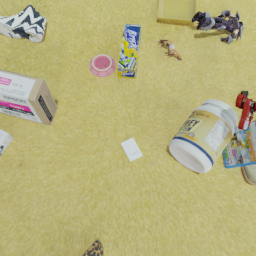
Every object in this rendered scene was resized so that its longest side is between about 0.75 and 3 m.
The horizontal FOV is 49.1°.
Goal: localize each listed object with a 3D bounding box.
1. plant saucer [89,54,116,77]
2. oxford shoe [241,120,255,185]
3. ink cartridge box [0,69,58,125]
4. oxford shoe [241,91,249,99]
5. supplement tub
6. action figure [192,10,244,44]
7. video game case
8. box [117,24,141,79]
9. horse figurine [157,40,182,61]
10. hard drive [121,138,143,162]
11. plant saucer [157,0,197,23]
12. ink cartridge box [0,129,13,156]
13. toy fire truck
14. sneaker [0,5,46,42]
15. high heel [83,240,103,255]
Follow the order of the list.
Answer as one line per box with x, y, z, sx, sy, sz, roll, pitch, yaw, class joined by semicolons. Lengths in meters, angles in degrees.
-1.157;-2.865;12.608;1.194;0.303;1.194;0;67;-1;plant saucer
4.962;0.765;10.681;0.978;1.020;2.764;11;68;5;oxford shoe
-4.323;-1.216;10.900;2.623;2.161;0.985;14;68;6;ink cartridge box
4.908;-1.192;11.918;0.383;0.329;0.906;6;59;11;oxford shoe
2.854;0.273;10.488;1.743;1.743;2.414;35;72;14;supplement tub
4.370;-4.852;13.087;2.581;0.896;1.680;3;64;-18;action figure
4.617;0.565;10.448;2.213;0.197;1.584;-19;61;38;video game case
0.076;-3.468;12.595;0.856;0.786;2.445;6;68;3;box
1.868;-3.655;12.894;0.918;0.346;1.385;-10;62;-16;horse figurine
0.146;0.858;11.140;0.555;0.112;0.842;-25;70;-10;hard drive
2.406;-5.911;13.811;1.869;0.453;1.870;6;67;3;plant saucer
-5.419;0.665;10.956;1.028;0.592;1.409;26;70;10;ink cartridge box
3.712;-0.444;8.713;0.712;1.269;1.066;17;97;29;toy fire truck
-5.024;-5.110;13.189;2.467;0.985;1.606;12;66;5;sneaker
-1.922;4.394;9.239;2.125;0.759;1.515;12;73;-13;high heel
